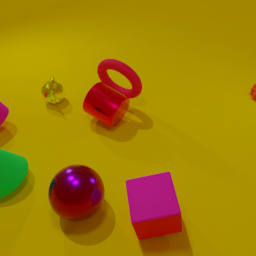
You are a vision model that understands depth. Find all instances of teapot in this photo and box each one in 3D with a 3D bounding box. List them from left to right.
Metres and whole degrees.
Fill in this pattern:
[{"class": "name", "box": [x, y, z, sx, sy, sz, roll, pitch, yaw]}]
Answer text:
[{"class": "teapot", "box": [-2.383, -1.168, 8.988, 0.784, 0.617, 1.261, 5, 49, -31]}]

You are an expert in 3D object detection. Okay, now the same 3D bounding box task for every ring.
[{"class": "ring", "box": [-0.254, -1.432, 8.283, 1.497, 1.497, 0.299, 22, 64, 23]}]

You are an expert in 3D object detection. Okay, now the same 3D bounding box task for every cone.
[{"class": "cone", "box": [-3.116, 0.676, 6.159, 1.307, 1.312, 1.307, -11, 42, 10]}]

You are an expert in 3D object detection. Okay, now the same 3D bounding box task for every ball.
[{"class": "ball", "box": [-1.049, 1.321, 5.752, 1.140, 1.140, 1.140, 0, 40, 0]}]

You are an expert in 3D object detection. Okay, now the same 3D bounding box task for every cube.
[{"class": "cube", "box": [0.510, 1.534, 5.504, 0.899, 0.899, 0.899, -12, 49, 2]}]

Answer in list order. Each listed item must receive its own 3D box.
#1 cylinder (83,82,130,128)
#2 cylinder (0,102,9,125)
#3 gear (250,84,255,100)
[{"class": "cylinder", "box": [-0.621, -0.663, 8.055, 0.994, 0.994, 0.994, 32, 48, 13]}, {"class": "cylinder", "box": [-3.954, -0.492, 7.735, 0.898, 0.898, 0.898, -21, 44, 21]}, {"class": "gear", "box": [4.725, -1.130, 9.302, 1.207, 0.223, 1.207, -2, 41, 2]}]
